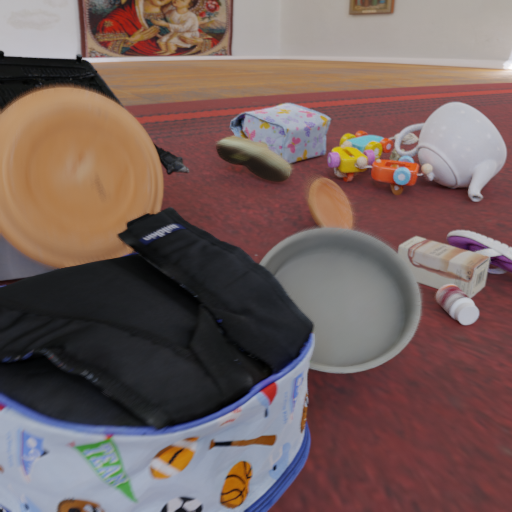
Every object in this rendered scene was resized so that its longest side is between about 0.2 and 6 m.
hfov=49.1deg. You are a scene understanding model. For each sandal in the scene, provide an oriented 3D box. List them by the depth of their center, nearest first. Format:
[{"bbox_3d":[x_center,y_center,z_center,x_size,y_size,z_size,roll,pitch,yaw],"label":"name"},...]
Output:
[{"bbox_3d":[3.270,0.066,7.871,0.421,0.697,1.713,-49,32,-5],"label":"sandal"}]

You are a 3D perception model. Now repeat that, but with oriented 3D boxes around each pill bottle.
[{"bbox_3d":[2.465,0.595,6.853,0.313,0.313,0.547,-4,25,-8],"label":"pill bottle"}]

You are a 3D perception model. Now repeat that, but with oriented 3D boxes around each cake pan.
[{"bbox_3d":[0.774,0.453,5.602,1.660,0.304,1.660,-1,54,1],"label":"cake pan"}]

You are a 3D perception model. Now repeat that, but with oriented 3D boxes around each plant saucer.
[{"bbox_3d":[-2.085,-0.917,6.632,2.155,2.155,0.348,-17,8,-33],"label":"plant saucer"},{"bbox_3d":[1.225,-0.788,9.425,0.196,1.050,1.050,-22,5,42],"label":"plant saucer"}]

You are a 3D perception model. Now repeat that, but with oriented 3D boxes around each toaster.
[{"bbox_3d":[-3.206,-1.333,7.950,3.020,1.982,3.340,-13,49,-36],"label":"toaster"}]

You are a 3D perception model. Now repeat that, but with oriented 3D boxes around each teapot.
[{"bbox_3d":[4.006,-2.111,11.605,1.426,1.927,1.952,-40,3,0],"label":"teapot"}]

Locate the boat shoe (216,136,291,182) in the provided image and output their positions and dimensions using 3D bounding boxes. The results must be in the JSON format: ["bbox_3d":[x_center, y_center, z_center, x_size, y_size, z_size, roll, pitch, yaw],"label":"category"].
[{"bbox_3d":[0.044,-2.218,12.115,1.854,0.664,0.706,29,55,23],"label":"boat shoe"}]

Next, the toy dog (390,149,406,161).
[{"bbox_3d":[3.523,-2.513,13.862,0.382,0.370,0.267,-19,17,-24],"label":"toy dog"}]

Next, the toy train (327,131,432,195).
[{"bbox_3d":[2.694,-1.999,12.266,2.136,0.791,2.844,7,28,13],"label":"toy train"}]

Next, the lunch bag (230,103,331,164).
[{"bbox_3d":[0.577,-3.129,14.173,1.695,1.270,1.998,-23,42,-38],"label":"lunch bag"}]

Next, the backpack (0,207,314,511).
[{"bbox_3d":[-0.881,0.962,3.945,2.483,2.008,2.607,8,25,40],"label":"backpack"}]

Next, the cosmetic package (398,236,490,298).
[{"bbox_3d":[2.543,0.140,7.688,1.091,0.476,0.564,19,30,37],"label":"cosmetic package"}]
